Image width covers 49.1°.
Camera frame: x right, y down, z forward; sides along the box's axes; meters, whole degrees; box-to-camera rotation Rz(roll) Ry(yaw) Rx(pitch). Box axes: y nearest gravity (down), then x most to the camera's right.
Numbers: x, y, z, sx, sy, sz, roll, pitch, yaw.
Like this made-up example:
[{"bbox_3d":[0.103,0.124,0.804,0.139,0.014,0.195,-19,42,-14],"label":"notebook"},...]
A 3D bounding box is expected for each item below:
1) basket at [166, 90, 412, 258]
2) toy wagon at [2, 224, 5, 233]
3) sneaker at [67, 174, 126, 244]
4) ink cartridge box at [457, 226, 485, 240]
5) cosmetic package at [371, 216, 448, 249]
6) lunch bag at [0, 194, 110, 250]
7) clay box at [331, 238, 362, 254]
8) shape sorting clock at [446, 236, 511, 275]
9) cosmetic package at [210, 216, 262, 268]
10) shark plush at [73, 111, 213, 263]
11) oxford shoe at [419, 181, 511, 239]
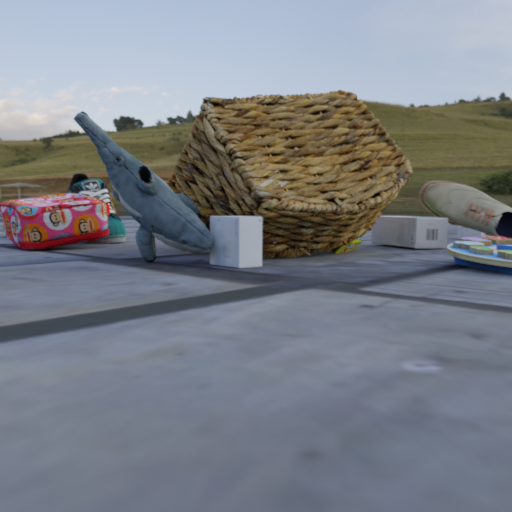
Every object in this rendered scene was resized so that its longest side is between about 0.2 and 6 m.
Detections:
[{"bbox_3d":[0.628,-1.151,11.230,4.179,2.983,3.113,-15,-25,-38],"label":"basket"},{"bbox_3d":[-6.271,-0.835,16.692,2.369,0.604,3.053,1,6,10],"label":"toy wagon"},{"bbox_3d":[-4.437,-1.315,15.045,1.224,1.370,3.430,-7,23,-33],"label":"sneaker"},{"bbox_3d":[6.040,-0.784,15.698,0.656,0.659,0.907,3,6,28],"label":"ink cartridge box"},{"bbox_3d":[3.468,-0.552,12.822,0.908,0.716,1.687,-1,6,-23],"label":"cosmetic package"},{"bbox_3d":[-4.512,-0.895,12.902,2.267,1.055,2.574,-15,18,-32],"label":"lunch bag"},{"bbox_3d":[1.725,-0.446,11.692,0.756,0.313,1.316,48,27,17],"label":"clay box"},{"bbox_3d":[4.269,-0.060,8.516,2.615,0.513,2.615,0,5,0],"label":"shape sorting clock"},{"bbox_3d":[-0.324,-0.232,8.825,0.487,0.790,0.793,-3,5,-41],"label":"cosmetic package"},{"bbox_3d":[-1.706,-1.202,8.946,1.271,2.798,1.165,-32,8,-20],"label":"shark plush"},{"bbox_3d":[4.934,-0.986,12.318,2.686,0.951,0.991,20,8,1],"label":"oxford shoe"}]
